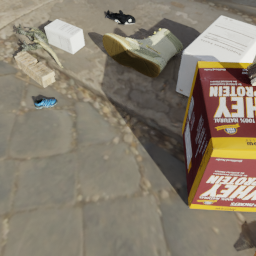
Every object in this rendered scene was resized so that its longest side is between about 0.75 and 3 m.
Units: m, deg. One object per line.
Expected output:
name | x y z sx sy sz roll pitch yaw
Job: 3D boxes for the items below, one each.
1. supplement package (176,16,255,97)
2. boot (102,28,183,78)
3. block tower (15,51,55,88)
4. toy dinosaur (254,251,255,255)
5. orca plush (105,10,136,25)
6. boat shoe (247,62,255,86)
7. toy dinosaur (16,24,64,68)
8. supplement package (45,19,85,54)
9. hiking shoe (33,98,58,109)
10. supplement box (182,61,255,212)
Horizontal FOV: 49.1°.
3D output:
supplement package | 3.164 -2.302 9.668 1.699 1.720 2.837 30 56 22
boot | 0.576 -3.256 10.969 2.717 0.979 2.101 32 58 17
block tower | -3.459 -2.187 10.374 1.897 0.548 0.512 36 59 28
toy dinosaur | 3.261 2.819 6.297 1.129 0.577 0.766 -34 41 -4
orca plush | -0.349 -5.239 12.906 1.510 0.537 0.795 32 57 24
boat shoe | 3.080 -1.420 5.580 0.561 1.563 0.465 -6 70 -32
toy dinosaur | -3.632 -3.414 11.102 1.311 0.706 2.974 1 41 -44
supplement package | -2.581 -3.753 11.498 1.392 0.792 0.762 28 57 20
hiking shoe | -2.746 -0.852 9.372 0.765 0.332 0.285 -17 52 -14
supplement box | 2.502 0.246 6.932 1.795 2.667 2.704 2 50 2
